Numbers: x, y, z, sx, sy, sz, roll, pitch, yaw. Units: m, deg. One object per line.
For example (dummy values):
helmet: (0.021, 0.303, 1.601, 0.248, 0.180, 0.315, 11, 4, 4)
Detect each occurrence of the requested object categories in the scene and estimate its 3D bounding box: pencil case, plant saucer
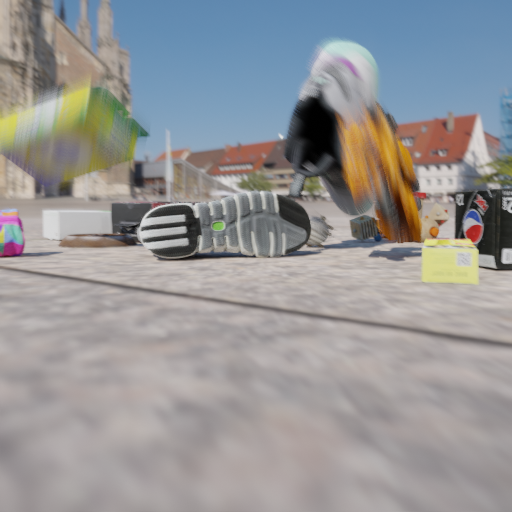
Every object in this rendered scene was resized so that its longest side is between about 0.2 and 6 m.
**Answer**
pencil case: (-4.719, -0.341, 8.838, 1.987, 0.878, 0.878, -4, 6, -38)
plant saucer: (-3.450, -0.338, 12.214, 1.668, 0.268, 1.668, 0, 4, 0)

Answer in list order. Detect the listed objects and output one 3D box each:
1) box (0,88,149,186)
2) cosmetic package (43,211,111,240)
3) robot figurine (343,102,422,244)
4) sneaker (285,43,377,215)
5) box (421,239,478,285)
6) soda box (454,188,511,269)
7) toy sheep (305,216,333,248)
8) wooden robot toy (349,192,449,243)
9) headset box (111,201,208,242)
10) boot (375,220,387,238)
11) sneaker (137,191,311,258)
box: (-3.123, -1.996, 9.554, 2.319, 0.561, 1.361, -15, -31, 20)
cosmetic package: (-4.571, -0.815, 14.782, 1.797, 0.762, 0.967, -3, 7, -45)
robot figurine: (1.969, -1.150, 8.557, 0.744, 1.854, 2.557, -11, -22, 26)
sneaker: (1.280, -1.673, 10.198, 1.411, 3.630, 2.539, 10, 47, 28)
box: (2.324, 0.040, 6.762, 0.614, 0.409, 1.632, 2, 5, 19)
soda box: (4.631, -0.400, 7.953, 3.400, 1.077, 1.203, 0, 4, -9)
toy sheep: (1.228, -0.504, 11.467, 0.589, 0.854, 0.589, 16, 41, -15)
wooden robot toy: (3.756, -0.832, 13.288, 2.873, 1.266, 1.303, -2, 16, -22)
headset box: (-2.215, -0.856, 13.863, 2.569, 0.992, 1.912, -6, 8, -43)
boot: (3.615, -0.788, 15.614, 1.215, 0.581, 1.609, 1, 4, 42)
sneaker: (-0.640, -0.501, 9.577, 2.909, 1.091, 1.680, -1, 0, -22)
